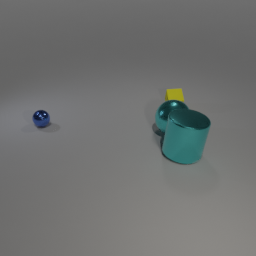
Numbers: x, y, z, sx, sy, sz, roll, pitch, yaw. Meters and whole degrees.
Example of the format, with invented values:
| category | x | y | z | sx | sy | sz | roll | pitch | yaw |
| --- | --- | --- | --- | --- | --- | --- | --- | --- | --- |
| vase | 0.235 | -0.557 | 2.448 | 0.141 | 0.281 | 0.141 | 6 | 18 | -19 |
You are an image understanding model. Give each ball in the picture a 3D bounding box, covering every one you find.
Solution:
| category | x | y | z | sx | sy | sz | roll | pitch | yaw |
| --- | --- | --- | --- | --- | --- | --- | --- | --- | --- |
| ball | -3.556 | -0.395 | 11.482 | 0.700 | 0.700 | 0.700 | 0 | 30 | 0 |
| ball | 1.741 | -0.395 | 10.790 | 1.400 | 1.400 | 1.400 | 0 | 30 | 0 |

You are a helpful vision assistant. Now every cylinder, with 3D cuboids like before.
| category | x | y | z | sx | sy | sz | roll | pitch | yaw |
| --- | --- | --- | --- | --- | --- | --- | --- | --- | --- |
| cylinder | 1.960 | 0.262 | 9.534 | 1.400 | 1.400 | 1.400 | 5 | 30 | -3 |

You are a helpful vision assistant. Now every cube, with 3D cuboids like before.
| category | x | y | z | sx | sy | sz | roll | pitch | yaw |
| --- | --- | --- | --- | --- | --- | --- | --- | --- | --- |
| cube | 2.112 | -1.309 | 12.810 | 0.700 | 0.700 | 0.700 | -4 | 60 | -3 |
